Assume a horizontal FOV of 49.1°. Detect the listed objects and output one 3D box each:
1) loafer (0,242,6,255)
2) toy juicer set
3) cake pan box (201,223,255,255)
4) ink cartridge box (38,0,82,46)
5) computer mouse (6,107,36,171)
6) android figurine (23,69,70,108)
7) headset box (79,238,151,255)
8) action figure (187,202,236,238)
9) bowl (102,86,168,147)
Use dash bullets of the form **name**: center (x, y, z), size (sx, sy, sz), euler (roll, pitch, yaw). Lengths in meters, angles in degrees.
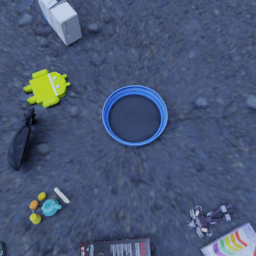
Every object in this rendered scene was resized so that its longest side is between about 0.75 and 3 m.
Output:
- **loafer**: center (-3.106, 3.178, 6.533), size (0.349, 0.306, 0.973), euler (3, 68, 1)
- **toy juicer set**: center (-1.977, 1.889, 7.048), size (1.063, 0.289, 0.676), euler (-28, 48, -3)
- **cake pan box**: center (2.636, 3.174, 6.509), size (1.323, 0.376, 1.437), euler (-24, 70, -7)
- **ink cartridge box**: center (-2.136, -3.507, 8.757), size (0.629, 1.079, 1.493), euler (-34, 72, -12)
- **computer mouse**: center (-2.825, 0.285, 7.294), size (0.431, 1.133, 1.637), euler (15, 74, -16)
- **android figurine**: center (-2.382, -1.183, 8.285), size (1.340, 0.275, 1.220), euler (-22, 70, -6)
- **headset box**: center (-0.166, 3.216, 6.320), size (1.780, 0.668, 1.323), euler (-3, 68, -1)
- **action figure**: center (2.019, 2.234, 6.878), size (1.186, 0.411, 0.772), euler (-17, 76, -3)
- **bowl**: center (0.192, -0.331, 7.897), size (1.812, 0.356, 1.812), euler (0, 69, 0)
